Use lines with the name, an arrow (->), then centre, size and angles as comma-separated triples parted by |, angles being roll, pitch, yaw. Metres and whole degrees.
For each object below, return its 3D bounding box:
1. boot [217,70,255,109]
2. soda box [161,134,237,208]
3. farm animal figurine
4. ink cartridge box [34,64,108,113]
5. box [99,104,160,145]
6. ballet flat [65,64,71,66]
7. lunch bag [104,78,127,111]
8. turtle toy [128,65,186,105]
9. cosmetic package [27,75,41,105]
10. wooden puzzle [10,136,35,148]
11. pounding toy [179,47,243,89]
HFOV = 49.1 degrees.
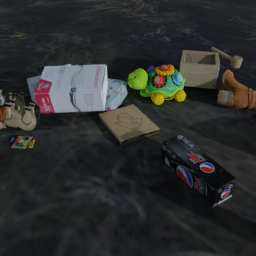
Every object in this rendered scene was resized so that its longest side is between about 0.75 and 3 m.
boot -> 5.101, -1.707, 12.517 | 1.917, 0.947, 2.469 | 12, 39, 17
soda box -> 2.080, 1.225, 8.657 | 0.870, 0.779, 2.460 | -20, 40, -23
farm animal figurine -> -4.844, -0.630, 10.972 | 2.084, 1.298, 2.581 | -5, 28, -39
ink cartridge box -> -2.136, -1.586, 11.159 | 2.576, 1.074, 1.870 | -1, 44, 3
box -> 0.008, -0.202, 11.100 | 1.675, 0.218, 2.049 | -18, 39, -23
ballet flat -> -2.779, -2.847, 14.224 | 2.450, 0.851, 0.851 | 14, 38, 18
lunch bag -> -0.988, -1.518, 12.448 | 1.558, 0.749, 1.942 | 12, 38, 16
turtle toy -> 1.324, -2.101, 12.692 | 2.746, 1.388, 2.002 | -9, 37, -12
cosmetic package -> -3.347, -1.913, 12.717 | 2.094, 1.062, 0.746 | -22, 39, -28
wooden puzzle -> -3.838, 0.493, 10.136 | 1.012, 0.118, 0.683 | -2, 40, 9
pounding toy -> 4.073, -2.988, 13.970 | 2.878, 1.317, 2.528 | 8, 37, 10
